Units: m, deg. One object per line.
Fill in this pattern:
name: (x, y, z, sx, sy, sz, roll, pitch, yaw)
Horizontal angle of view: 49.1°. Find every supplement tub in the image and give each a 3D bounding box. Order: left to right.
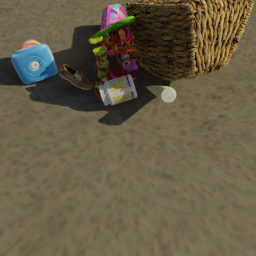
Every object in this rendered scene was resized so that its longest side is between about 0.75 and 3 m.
supplement tub: (-0.262, -0.980, 7.354, 0.890, 0.647, 0.647, -17, 52, 2)

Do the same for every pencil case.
pencil case: (-0.498, -3.264, 9.134, 0.889, 0.889, 2.012, 0, 48, 0)

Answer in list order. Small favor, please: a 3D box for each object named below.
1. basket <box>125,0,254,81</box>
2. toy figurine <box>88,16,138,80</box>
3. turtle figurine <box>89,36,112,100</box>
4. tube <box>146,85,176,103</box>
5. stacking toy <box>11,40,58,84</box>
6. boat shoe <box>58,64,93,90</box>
basket: (1.623, -2.575, 7.671, 2.169, 2.078, 2.911, -25, 33, -22)
toy figurine: (-0.144, -1.992, 7.679, 1.219, 1.623, 1.494, -27, 98, -38)
turtle figurine: (-0.717, -1.714, 7.669, 0.541, 1.355, 1.681, -3, 60, -2)
tube: (0.844, -0.942, 7.173, 0.375, 0.420, 1.446, -38, 15, 3)
stacking toy: (-2.862, -2.248, 8.435, 1.094, 1.035, 1.885, -21, 39, -8)
boat shoe: (-1.378, -1.366, 7.525, 0.989, 0.355, 0.374, 26, 38, -11)
